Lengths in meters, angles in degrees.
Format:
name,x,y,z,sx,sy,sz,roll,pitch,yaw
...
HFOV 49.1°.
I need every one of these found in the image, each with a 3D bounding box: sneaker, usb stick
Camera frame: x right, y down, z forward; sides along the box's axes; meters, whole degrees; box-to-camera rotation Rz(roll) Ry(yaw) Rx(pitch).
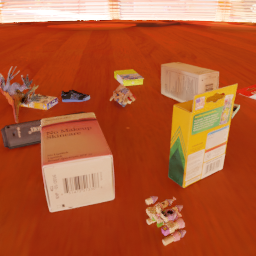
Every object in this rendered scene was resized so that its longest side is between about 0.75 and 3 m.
name,x,y,z,sx,sy,sz,roll,pitch,yaw
sneaker,-2.451,-1.537,13.102,1.331,0.519,0.467,-5,27,-10
usb stick,-2.748,0.049,9.702,2.979,0.826,0.486,-12,-2,-22

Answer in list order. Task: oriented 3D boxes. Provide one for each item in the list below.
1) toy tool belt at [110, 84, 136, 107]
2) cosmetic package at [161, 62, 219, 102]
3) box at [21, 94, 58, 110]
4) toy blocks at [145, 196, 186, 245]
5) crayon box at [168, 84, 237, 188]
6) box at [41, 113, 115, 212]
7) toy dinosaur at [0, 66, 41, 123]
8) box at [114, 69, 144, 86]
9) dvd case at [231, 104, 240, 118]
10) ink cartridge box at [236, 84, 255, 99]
name,x,y,z,sx,sy,sz,roll,pitch,yaw
toy tool belt,-0.271,-1.317,12.515,0.907,0.922,1.477,-38,31,-3
cosmetic package,2.678,-1.997,12.644,1.045,1.547,2.941,-13,26,-21
box,-3.931,-1.178,12.648,1.548,0.321,0.922,11,28,15
toy blocks,0.905,1.830,6.016,0.771,0.916,0.856,-18,32,-21
crayon box,1.959,0.121,7.507,1.642,2.612,0.674,-17,31,-31
box,-1.438,0.762,7.576,1.635,1.394,2.558,-8,29,-14
toy dinosaur,-5.075,-1.612,12.041,2.671,1.545,2.943,-3,40,32
box,0.047,-2.817,15.696,1.160,0.453,1.903,-9,28,-16
dvd case,3.805,-0.900,12.207,1.788,0.197,1.305,15,30,30
ink cartridge box,6.947,-1.841,13.590,2.111,0.623,2.638,-18,33,-31
